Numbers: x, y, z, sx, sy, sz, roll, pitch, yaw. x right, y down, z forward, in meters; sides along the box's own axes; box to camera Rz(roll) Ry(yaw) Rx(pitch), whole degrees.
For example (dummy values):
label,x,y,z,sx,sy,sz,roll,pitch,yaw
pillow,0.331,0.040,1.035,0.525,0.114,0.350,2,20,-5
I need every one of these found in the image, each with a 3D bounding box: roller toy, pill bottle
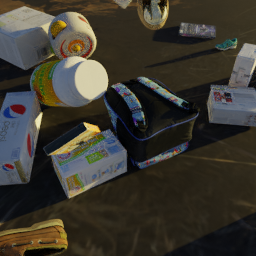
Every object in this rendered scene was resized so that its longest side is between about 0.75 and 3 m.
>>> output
label,x,y,z,sx,sy,sz,roll,pitch,yaw
roller toy,-2.005,-3.228,10.132,1.568,1.719,1.201,-14,59,-18
pill bottle,-1.636,-1.250,7.722,1.318,1.318,2.372,-36,26,-32

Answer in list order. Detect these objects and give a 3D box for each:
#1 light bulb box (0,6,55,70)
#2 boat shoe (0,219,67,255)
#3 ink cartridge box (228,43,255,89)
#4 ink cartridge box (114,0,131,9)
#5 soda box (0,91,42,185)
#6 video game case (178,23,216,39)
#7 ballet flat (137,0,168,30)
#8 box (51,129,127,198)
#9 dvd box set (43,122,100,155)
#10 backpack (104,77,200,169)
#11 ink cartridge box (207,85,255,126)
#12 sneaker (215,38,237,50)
label,x,y,z,sx,sy,sz,roll,pitch,yaw
light bulb box,-3.955,-3.502,10.716,2.095,1.307,2.076,27,50,27
boat shoe,-2.020,2.248,5.144,1.787,0.643,0.608,-16,45,-16
ink cartridge box,3.711,-1.869,8.965,0.561,1.355,0.993,22,48,21
ink cartridge box,0.281,-4.754,7.829,0.975,1.679,2.327,34,53,-17
soda box,-2.837,0.154,7.174,0.826,0.883,2.594,-4,43,-4
video game case,3.087,-4.341,12.462,1.586,0.150,1.133,10,44,9
ballet flat,0.581,-2.996,6.490,0.802,2.274,0.742,-9,61,6
box,-0.898,0.808,6.555,1.546,0.783,0.870,-22,48,-22
dvd box set,-0.963,0.204,5.062,0.803,1.097,0.161,-33,85,2
backpack,0.427,-0.310,7.244,1.970,1.452,2.158,-23,49,-22
ink cartridge box,3.107,-0.688,8.285,1.374,0.576,1.206,5,44,6
sneaker,3.947,-3.397,11.286,0.976,0.389,0.378,-16,46,-15
